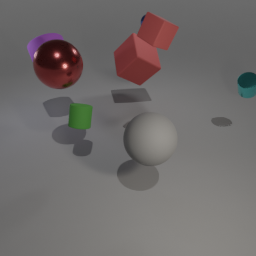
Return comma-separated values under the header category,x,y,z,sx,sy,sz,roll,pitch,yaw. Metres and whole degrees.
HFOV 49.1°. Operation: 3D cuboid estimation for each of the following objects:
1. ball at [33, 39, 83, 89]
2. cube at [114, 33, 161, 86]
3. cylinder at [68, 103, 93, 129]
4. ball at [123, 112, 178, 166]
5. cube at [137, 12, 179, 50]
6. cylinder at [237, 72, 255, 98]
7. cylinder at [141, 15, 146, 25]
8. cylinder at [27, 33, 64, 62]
category,x,y,z,sx,sy,sz,roll,pitch,yaw
ball,-1.995,-1.817,8.047,1.400,1.400,1.400,0,32,0
cube,0.387,-2.973,12.299,1.400,1.400,1.400,16,53,-38
cylinder,-1.484,-0.373,8.732,0.700,0.700,0.700,7,11,-1
ball,0.577,0.285,7.277,1.400,1.400,1.400,0,32,0
cube,0.814,-2.649,7.689,0.700,0.700,0.700,-4,39,-48
cylinder,4.324,-1.536,10.100,0.700,0.700,0.700,-10,62,19
cylinder,1.057,-4.947,13.158,0.700,0.700,0.700,-15,31,-23
cylinder,-2.930,-2.655,10.728,1.400,1.400,1.400,-22,-3,-1
